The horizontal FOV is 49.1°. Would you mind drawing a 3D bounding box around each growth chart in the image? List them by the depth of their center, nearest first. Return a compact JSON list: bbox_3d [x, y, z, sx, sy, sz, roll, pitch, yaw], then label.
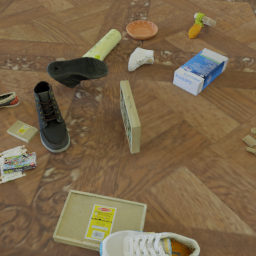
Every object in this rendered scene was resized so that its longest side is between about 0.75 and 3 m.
[{"bbox_3d":[-3.873,1.197,9.479,0.992,0.122,1.371,-13,50,-12],"label":"growth chart"}]

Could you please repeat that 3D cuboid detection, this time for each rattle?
[{"bbox_3d":[4.070,-5.445,15.245,1.248,1.370,1.918,13,17,13],"label":"rattle"}]

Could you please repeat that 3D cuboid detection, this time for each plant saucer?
[{"bbox_3d":[0.754,-5.214,14.990,1.673,0.313,1.673,1,49,-1],"label":"plant saucer"}]

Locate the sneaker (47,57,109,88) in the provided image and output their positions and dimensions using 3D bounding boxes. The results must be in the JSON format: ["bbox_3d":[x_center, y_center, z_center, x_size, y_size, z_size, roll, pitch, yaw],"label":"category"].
[{"bbox_3d":[-1.951,-2.249,11.500,2.386,1.367,0.912,-5,81,2],"label":"sneaker"}]

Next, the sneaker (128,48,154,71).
[{"bbox_3d":[0.679,-3.161,12.975,0.987,0.629,1.708,13,49,15],"label":"sneaker"}]

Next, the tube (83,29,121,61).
[{"bbox_3d":[-1.257,-3.813,13.564,0.778,0.696,2.681,-10,37,50],"label":"tube"}]

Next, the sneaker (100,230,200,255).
[{"bbox_3d":[0.545,2.972,6.980,2.473,0.999,0.946,7,53,-14],"label":"sneaker"}]

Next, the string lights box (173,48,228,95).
[{"bbox_3d":[3.215,-2.535,12.360,1.234,0.708,2.401,35,57,27],"label":"string lights box"}]

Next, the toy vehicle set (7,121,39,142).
[{"bbox_3d":[-3.906,0.119,10.417,0.987,0.131,0.613,22,52,18],"label":"toy vehicle set"}]

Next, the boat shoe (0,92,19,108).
[{"bbox_3d":[-5.252,-1.060,11.202,1.660,0.519,0.591,-11,51,-8],"label":"boat shoe"}]

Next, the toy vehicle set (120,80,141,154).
[{"bbox_3d":[0.060,-0.426,10.028,0.305,1.432,2.304,-8,49,-7],"label":"toy vehicle set"}]

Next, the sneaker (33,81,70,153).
[{"bbox_3d":[-2.860,-0.427,10.036,0.997,1.416,2.666,-19,51,-16],"label":"sneaker"}]

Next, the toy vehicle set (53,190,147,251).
[{"bbox_3d":[-0.747,2.701,8.018,2.395,0.318,1.488,9,49,8],"label":"toy vehicle set"}]

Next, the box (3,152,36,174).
[{"bbox_3d":[-3.603,1.160,9.344,1.021,0.177,0.562,-10,50,-9],"label":"box"}]

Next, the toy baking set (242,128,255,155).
[{"bbox_3d":[5.172,0.566,9.952,2.039,0.237,1.565,24,53,20],"label":"toy baking set"}]
